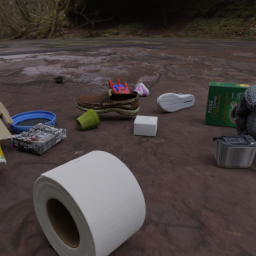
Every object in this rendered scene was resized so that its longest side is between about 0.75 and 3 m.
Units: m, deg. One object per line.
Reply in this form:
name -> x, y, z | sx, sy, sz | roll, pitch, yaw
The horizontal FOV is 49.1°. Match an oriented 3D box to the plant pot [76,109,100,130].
plant pot -> -1.682, -0.277, 11.432 | 0.762, 0.792, 0.792 | -28, 34, -27

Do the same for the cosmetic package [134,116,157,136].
cosmetic package -> 0.707, -0.086, 11.128 | 0.858, 0.529, 0.861 | 5, 21, 9

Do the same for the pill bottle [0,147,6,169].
pill bottle -> -3.962, 0.581, 7.845 | 0.687, 0.687, 1.238 | -17, 69, -35

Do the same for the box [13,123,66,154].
box -> -3.139, 0.334, 10.070 | 1.181, 0.373, 1.498 | 13, 27, 18

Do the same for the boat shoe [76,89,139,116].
boat shoe -> -0.865, -1.253, 12.128 | 2.765, 1.023, 1.021 | 3, 41, -7

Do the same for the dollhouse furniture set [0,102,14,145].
dollhouse furniture set -> -5.523, 0.366, 9.846 | 2.469, 1.611, 2.331 | -34, 1, 2

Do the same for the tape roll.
tape roll -> -0.780, 1.555, 5.506 | 1.914, 1.914, 1.314 | 20, 29, 38

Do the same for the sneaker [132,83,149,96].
sneaker -> 0.550, -2.214, 16.173 | 0.844, 0.537, 1.481 | -10, 25, -15

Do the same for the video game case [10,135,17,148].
video game case -> -3.906, 0.448, 10.322 | 0.829, 0.148, 0.752 | -8, 26, -25

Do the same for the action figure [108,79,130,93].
action figure -> -0.509, -2.336, 16.330 | 0.918, 0.725, 2.806 | -4, 26, -16

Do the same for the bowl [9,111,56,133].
bowl -> -3.965, -0.248, 11.712 | 1.868, 0.367, 1.868 | -1, 23, 0

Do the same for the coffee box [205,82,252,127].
coffee box -> 4.714, -0.898, 11.448 | 2.932, 1.803, 0.645 | 5, 25, 16

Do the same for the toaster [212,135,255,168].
toaster -> 3.283, 0.734, 8.744 | 1.361, 0.879, 0.773 | 1, 22, 0

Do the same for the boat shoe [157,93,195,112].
boat shoe -> 2.199, -1.276, 13.755 | 2.444, 0.881, 0.867 | -4, 13, -38

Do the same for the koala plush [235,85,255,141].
koala plush -> 4.955, 0.123, 9.392 | 2.159, 2.238, 2.435 | -2, 44, -15

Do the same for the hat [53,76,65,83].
hat -> -4.597, -3.184, 18.715 | 0.807, 0.326, 0.807 | 0, 31, 0
